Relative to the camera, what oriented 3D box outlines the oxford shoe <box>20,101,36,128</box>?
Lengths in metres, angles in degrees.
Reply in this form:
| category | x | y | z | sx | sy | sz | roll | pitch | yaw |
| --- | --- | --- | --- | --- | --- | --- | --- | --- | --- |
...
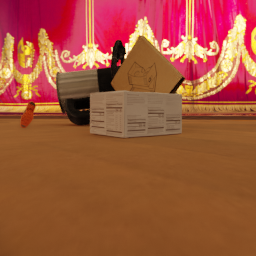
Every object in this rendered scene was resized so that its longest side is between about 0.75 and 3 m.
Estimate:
| category | x | y | z | sx | sy | sz | roll | pitch | yaw |
| --- | --- | --- | --- | --- | --- | --- | --- | --- | --- |
| oxford shoe | -3.212 | -0.386 | 8.968 | 0.335 | 0.939 | 0.342 | 28 | -32 | -23 |

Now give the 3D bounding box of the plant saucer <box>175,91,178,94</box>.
| category | x | y | z | sx | sy | sz | roll | pitch | yaw |
| --- | --- | --- | --- | --- | --- | --- | --- | --- | --- |
| plant saucer | 1.417 | -1.351 | 12.431 | 0.374 | 2.408 | 2.408 | -39 | 25 | -31 |

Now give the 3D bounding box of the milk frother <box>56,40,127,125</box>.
| category | x | y | z | sx | sy | sz | roll | pitch | yaw |
| --- | --- | --- | --- | --- | --- | --- | --- | --- | --- |
| milk frother | -1.334 | -1.828 | 10.427 | 2.717 | 2.888 | 2.607 | -7 | 32 | -2 |

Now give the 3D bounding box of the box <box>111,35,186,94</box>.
| category | x | y | z | sx | sy | sz | roll | pitch | yaw |
| --- | --- | --- | --- | --- | --- | --- | --- | --- | --- |
| box | 0.437 | -1.316 | 7.858 | 0.235 | 1.808 | 2.212 | 9 | 37 | -40 |

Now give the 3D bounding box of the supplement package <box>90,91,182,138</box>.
| category | x | y | z | sx | sy | sz | roll | pitch | yaw |
| --- | --- | --- | --- | --- | --- | --- | --- | --- | --- |
| supplement package | 0.180 | -0.332 | 6.396 | 1.701 | 0.943 | 1.325 | -2 | 5 | -39 |
